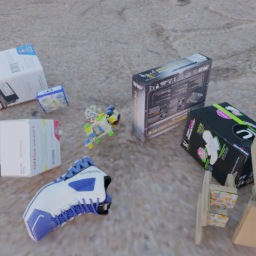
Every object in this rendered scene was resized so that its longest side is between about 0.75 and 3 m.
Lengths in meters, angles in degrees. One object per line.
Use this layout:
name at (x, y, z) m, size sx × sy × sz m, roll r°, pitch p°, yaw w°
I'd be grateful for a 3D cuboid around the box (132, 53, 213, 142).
box at (1.304, -0.930, 8.400) m, size 2.539 × 2.011 × 0.614 m, roll -24°, pitch 44°, yaw -25°

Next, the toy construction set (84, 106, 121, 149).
toy construction set at (-0.823, -0.156, 8.421) m, size 1.132 × 0.795 × 1.726 m, roll -36°, pitch 27°, yaw 11°

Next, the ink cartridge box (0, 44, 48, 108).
ink cartridge box at (-4.431, -1.742, 9.860) m, size 2.752 × 1.159 × 1.990 m, roll -19°, pitch 46°, yaw -16°

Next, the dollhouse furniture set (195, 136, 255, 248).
dollhouse furniture set at (2.498, 1.667, 4.758) m, size 2.410 × 2.750 × 1.826 m, roll 7°, pitch 47°, yaw 11°

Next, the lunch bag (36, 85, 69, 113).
lunch bag at (-2.379, -0.946, 8.828) m, size 0.854 × 1.005 × 0.640 m, roll -19°, pitch 85°, yaw -9°

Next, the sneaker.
sneaker at (-1.103, 1.616, 6.214) m, size 1.276 × 0.893 × 2.210 m, roll 24°, pitch 47°, yaw 26°

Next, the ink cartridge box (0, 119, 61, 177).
ink cartridge box at (-2.290, 0.418, 6.761) m, size 0.717 × 1.248 × 1.719 m, roll -2°, pitch 0°, yaw 7°

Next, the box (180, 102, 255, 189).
box at (2.606, 0.400, 7.330) m, size 1.470 × 1.230 × 1.979 m, roll -14°, pitch 42°, yaw -28°
